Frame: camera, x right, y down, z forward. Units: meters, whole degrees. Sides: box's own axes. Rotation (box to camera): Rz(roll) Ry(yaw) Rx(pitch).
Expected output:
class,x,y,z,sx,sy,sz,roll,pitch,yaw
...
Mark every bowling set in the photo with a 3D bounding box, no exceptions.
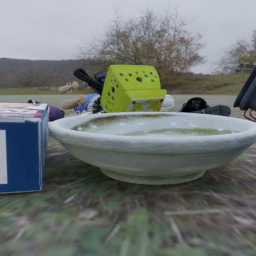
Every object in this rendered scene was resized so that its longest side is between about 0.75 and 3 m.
class,x,y,z,sx,sy,sz,roll,pitch,yaw
bowling set,-1.600,-0.674,9.062,0.824,1.535,1.069,-18,-23,10

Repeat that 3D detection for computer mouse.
class,x,y,z,sx,sy,sz,roll,pitch,yaw
computer mouse,-0.335,-1.561,10.032,2.038,0.668,2.902,40,23,33

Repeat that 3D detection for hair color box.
class,x,y,z,sx,sy,sz,roll,pitch,yaw
hair color box,-1.945,0.104,4.177,1.420,0.859,2.840,0,7,-15

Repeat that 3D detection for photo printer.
class,x,y,z,sx,sy,sz,roll,pitch,yaw
photo printer,1.176,-1.358,14.714,2.236,0.776,1.860,-6,10,-33

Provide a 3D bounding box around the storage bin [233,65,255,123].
class,x,y,z,sx,sy,sz,roll,pitch,yaw
storage bin,4.694,-0.851,8.423,1.873,2.030,2.789,38,28,29

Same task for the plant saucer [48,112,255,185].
class,x,y,z,sx,sy,sz,roll,pitch,yaw
plant saucer,0.346,0.225,3.957,2.820,0.708,2.820,0,9,0

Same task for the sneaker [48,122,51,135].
class,x,y,z,sx,sy,sz,roll,pitch,yaw
sneaker,-1.790,-0.004,6.895,0.896,0.337,0.468,-7,7,-11

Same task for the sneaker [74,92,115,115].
class,x,y,z,sx,sy,sz,roll,pitch,yaw
sneaker,-1.051,-0.985,10.970,1.290,1.136,2.893,7,11,25

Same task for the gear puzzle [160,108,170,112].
class,x,y,z,sx,sy,sz,roll,pitch,yaw
gear puzzle,0.489,-0.516,10.851,2.242,0.294,1.161,-8,13,-27

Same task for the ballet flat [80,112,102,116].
class,x,y,z,sx,sy,sz,roll,pitch,yaw
ballet flat,-0.938,-0.184,7.570,1.304,0.491,0.442,-4,5,-25

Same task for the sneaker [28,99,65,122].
class,x,y,z,sx,sy,sz,roll,pitch,yaw
sneaker,-2.881,-0.494,9.671,0.854,0.739,1.951,10,4,-41

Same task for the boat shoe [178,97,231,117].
class,x,y,z,sx,sy,sz,roll,pitch,yaw
boat shoe,1.654,-0.266,6.610,1.039,0.922,2.780,0,8,-1

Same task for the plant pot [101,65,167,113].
class,x,y,z,sx,sy,sz,roll,pitch,yaw
plant pot,0.191,-0.852,8.199,1.500,1.493,1.362,-6,46,-26
